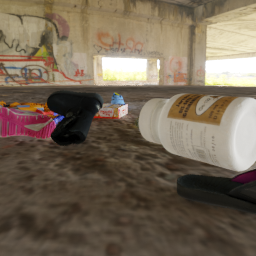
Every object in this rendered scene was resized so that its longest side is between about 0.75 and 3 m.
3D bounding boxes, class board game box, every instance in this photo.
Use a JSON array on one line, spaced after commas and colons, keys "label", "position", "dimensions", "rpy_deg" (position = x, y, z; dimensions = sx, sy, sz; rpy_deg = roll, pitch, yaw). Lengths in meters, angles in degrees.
[{"label": "board game box", "position": [-1.282, -0.849, 13.302], "dimensions": [2.215, 0.513, 1.678], "rpy_deg": [3, 11, 14]}]

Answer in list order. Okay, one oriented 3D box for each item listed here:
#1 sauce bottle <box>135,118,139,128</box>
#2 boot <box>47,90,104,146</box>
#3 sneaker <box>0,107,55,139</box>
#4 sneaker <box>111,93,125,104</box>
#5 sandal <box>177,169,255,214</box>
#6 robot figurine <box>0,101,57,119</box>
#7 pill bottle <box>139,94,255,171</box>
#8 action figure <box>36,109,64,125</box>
[{"label": "sauce bottle", "position": [0.774, -0.278, 10.639], "dimensions": [0.432, 0.432, 1.334], "rpy_deg": [8, 14, 35]}, {"label": "boot", "position": [-1.863, -0.307, 8.189], "dimensions": [2.046, 0.781, 1.719], "rpy_deg": [2, 44, 23]}, {"label": "sneaker", "position": [-3.410, -0.138, 8.696], "dimensions": [2.253, 0.917, 0.994], "rpy_deg": [11, 2, -14]}, {"label": "sneaker", "position": [-0.569, -1.667, 16.606], "dimensions": [0.755, 0.898, 2.290], "rpy_deg": [-2, 10, 3]}, {"label": "sandal", "position": [1.931, 0.892, 4.244], "dimensions": [2.392, 0.572, 0.899], "rpy_deg": [4, 12, 19]}, {"label": "robot figurine", "position": [-4.449, -0.678, 11.506], "dimensions": [2.971, 0.865, 2.154], "rpy_deg": [-3, 9, -16]}, {"label": "pill bottle", "position": [1.567, -0.035, 6.538], "dimensions": [1.517, 1.517, 2.653], "rpy_deg": [-9, 14, -40]}, {"label": "action figure", "position": [-2.833, -0.652, 11.443], "dimensions": [1.247, 0.822, 2.520], "rpy_deg": [19, 20, 32]}]
